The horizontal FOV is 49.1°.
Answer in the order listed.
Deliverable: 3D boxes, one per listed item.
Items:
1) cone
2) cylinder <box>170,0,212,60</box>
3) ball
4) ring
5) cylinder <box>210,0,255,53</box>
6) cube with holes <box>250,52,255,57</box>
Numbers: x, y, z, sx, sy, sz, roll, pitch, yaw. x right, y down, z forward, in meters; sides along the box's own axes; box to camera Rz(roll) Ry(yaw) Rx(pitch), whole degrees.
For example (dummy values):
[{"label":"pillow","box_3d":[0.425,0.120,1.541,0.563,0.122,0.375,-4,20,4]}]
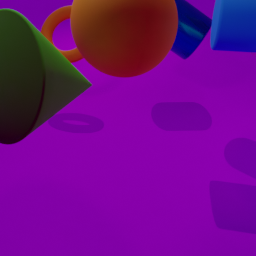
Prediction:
[{"label":"cone","box_3d":[-0.612,-0.376,2.302,0.919,0.919,0.923,27,19,30]},{"label":"cylinder","box_3d":[1.526,-2.941,8.219,1.352,1.352,1.352,33,40,-6]},{"label":"ball","box_3d":[-0.043,-1.193,3.211,1.213,1.213,1.213,0,38,0]},{"label":"ring","box_3d":[-1.667,-2.658,7.933,1.743,0.349,1.743,-2,78,11]},{"label":"cylinder","box_3d":[2.252,-2.044,5.348,1.141,1.141,1.141,6,38,8]},{"label":"cube with holes","box_3d":[3.680,-1.886,6.130,1.097,1.097,1.097,31,5,-6]}]
